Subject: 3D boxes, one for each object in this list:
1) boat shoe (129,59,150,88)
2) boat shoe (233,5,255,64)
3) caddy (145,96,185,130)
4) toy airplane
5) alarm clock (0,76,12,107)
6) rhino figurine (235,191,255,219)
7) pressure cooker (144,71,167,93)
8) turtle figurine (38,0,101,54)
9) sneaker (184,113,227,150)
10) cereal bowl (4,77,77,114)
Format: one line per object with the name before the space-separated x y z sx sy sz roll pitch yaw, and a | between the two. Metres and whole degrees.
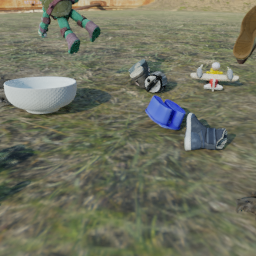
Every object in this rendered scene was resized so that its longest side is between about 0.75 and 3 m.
boat shoe | 0.585 -2.522 13.087 0.929 0.792 2.779 -29 19 16
boat shoe | 3.043 -2.288 6.874 0.559 1.548 0.557 20 -7 31
caddy | 1.165 -0.428 8.960 1.032 0.766 1.459 15 21 -22
toy airplane | 3.705 -2.255 12.041 1.526 1.077 1.520 -15 32 -26
alarm clock | -4.806 -1.316 10.702 1.518 0.749 2.251 -9 32 -17
rhino figurine | 2.891 1.437 5.643 1.742 0.521 0.762 -12 30 -19
pressure cooker | 1.119 -1.876 11.613 0.821 0.809 0.920 11 26 27
turtle figurine | -2.433 -4.105 10.066 2.881 2.157 1.450 48 -1 10
sneaker | 2.222 0.081 8.001 1.134 0.597 1.569 -3 36 16
cereal bowl | -3.001 -1.139 9.829 2.435 1.014 2.435 0 20 0
